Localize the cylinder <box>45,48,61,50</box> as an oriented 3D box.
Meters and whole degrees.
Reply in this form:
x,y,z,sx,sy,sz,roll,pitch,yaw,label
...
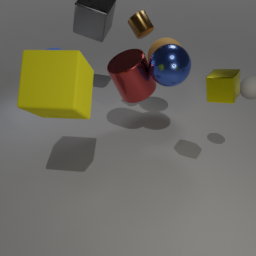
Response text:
x,y,z,sx,sy,sz,roll,pitch,yaw,label
-2.645,-2.412,9.966,0.700,0.700,0.700,-4,34,3,cylinder

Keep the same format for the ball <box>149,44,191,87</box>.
x,y,z,sx,sy,sz,roll,pitch,yaw,label
1.387,-2.074,9.309,1.400,1.400,1.400,0,33,0,ball

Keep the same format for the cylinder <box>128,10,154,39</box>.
x,y,z,sx,sy,sz,roll,pitch,yaw,label
0.454,-3.620,9.852,0.700,0.700,0.700,-31,0,0,cylinder

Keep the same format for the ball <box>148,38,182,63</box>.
x,y,z,sx,sy,sz,roll,pitch,yaw,label
1.455,-2.755,10.817,1.400,1.400,1.400,0,33,0,ball

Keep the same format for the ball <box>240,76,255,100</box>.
x,y,z,sx,sy,sz,roll,pitch,yaw,label
3.692,-1.201,8.362,0.700,0.700,0.700,0,33,0,ball

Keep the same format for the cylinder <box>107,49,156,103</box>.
x,y,z,sx,sy,sz,roll,pitch,yaw,label
0.153,-1.857,10.027,1.400,1.400,1.400,-16,42,15,cylinder

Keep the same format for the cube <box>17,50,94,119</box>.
x,y,z,sx,sy,sz,roll,pitch,yaw,label
-1.745,-1.034,7.058,1.400,1.400,1.400,2,-7,7,cube

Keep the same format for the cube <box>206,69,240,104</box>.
x,y,z,sx,sy,sz,roll,pitch,yaw,label
2.499,-1.104,7.337,0.700,0.700,0.700,7,31,32,cube

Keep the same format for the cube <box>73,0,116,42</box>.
x,y,z,sx,sy,sz,roll,pitch,yaw,label
-1.461,-4.877,12.195,1.400,1.400,1.400,19,51,0,cube
